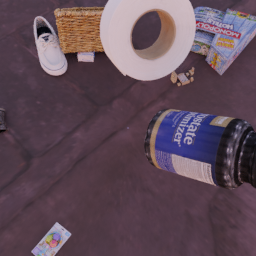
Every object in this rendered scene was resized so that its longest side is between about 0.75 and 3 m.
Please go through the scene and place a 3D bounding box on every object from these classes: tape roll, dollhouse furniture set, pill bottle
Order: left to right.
[{"bbox_3d":[0.549,-2.716,7.957,2.635,2.635,0.922,-19,36,-11],"label":"tape roll"},{"bbox_3d":[2.164,-1.988,10.729,0.909,0.403,0.471,-20,61,-12],"label":"dollhouse furniture set"},{"bbox_3d":[1.865,0.467,6.311,2.742,1.534,1.534,11,56,39],"label":"pill bottle"}]

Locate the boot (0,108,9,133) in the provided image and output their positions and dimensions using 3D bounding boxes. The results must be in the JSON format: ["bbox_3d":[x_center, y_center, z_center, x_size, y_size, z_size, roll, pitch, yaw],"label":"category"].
[{"bbox_3d":[-4.746,-0.205,9.676,1.150,0.398,1.001,-10,59,-9],"label":"boot"}]

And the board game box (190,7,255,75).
[{"bbox_3d":[3.606,-3.670,11.431,2.919,0.900,2.917,22,61,12],"label":"board game box"}]

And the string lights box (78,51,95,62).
[{"bbox_3d":[-1.683,-3.291,11.517,0.626,0.359,1.219,2,59,-1],"label":"string lights box"}]

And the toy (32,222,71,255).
[{"bbox_3d":[-2.133,3.174,7.770,0.573,0.235,0.995,32,65,17],"label":"toy"}]

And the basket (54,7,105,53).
[{"bbox_3d":[-1.446,-4.210,10.777,2.554,1.903,1.823,-5,60,-7],"label":"basket"}]

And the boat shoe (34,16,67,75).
[{"bbox_3d":[-3.250,-3.328,11.208,1.048,0.931,2.849,-24,62,-13],"label":"boat shoe"}]
